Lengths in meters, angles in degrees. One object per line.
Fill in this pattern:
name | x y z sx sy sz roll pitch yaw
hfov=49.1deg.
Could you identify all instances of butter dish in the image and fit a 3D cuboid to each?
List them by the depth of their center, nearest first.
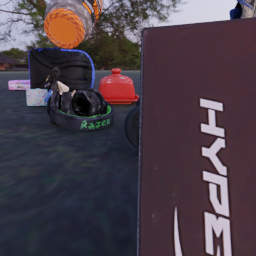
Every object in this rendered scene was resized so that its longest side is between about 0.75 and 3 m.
butter dish | -0.468 -1.690 11.148 1.805 1.334 1.800 -1 13 -3

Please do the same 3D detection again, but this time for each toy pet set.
toy pet set | -2.070 -0.875 9.694 1.446 0.823 1.549 32 7 -19

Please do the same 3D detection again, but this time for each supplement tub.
supplement tub | -1.591 -3.455 8.372 1.397 1.397 2.280 3 48 11

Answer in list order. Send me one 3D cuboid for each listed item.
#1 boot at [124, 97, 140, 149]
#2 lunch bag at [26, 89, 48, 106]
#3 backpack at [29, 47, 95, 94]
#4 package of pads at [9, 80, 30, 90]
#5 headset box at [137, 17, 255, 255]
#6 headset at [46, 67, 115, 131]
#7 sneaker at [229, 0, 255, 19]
boot | 0.657 -0.214 5.766 2.491 0.951 2.093 0 15 -29
lunch bag | -3.360 -1.120 10.273 0.752 0.640 0.458 0 9 6
backpack | -2.912 -2.581 12.953 2.750 2.235 2.308 -1 11 -2
package of pads | -5.969 -2.448 15.942 1.455 0.550 0.877 -3 12 -11
headset box | 1.520 0.384 1.294 2.702 1.013 2.008 -1 -14 11
headset | -1.453 -0.785 7.584 1.654 1.258 2.678 -9 27 -36
sneaker | 3.232 -2.798 7.147 1.230 1.113 2.888 -17 -39 27
